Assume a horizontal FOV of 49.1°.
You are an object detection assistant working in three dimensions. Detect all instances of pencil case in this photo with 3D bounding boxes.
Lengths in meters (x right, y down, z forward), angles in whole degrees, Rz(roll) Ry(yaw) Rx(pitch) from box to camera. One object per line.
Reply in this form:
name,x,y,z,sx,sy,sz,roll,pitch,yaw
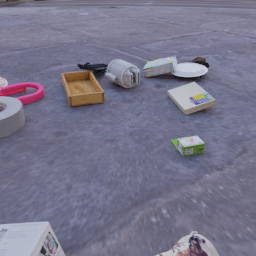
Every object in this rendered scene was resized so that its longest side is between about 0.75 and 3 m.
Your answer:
pencil case,0.252,2.354,4.058,2.404,0.935,1.075,-14,53,-22

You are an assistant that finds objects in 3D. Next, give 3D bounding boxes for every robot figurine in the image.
robot figurine,-0.227,-2.375,12.123,1.530,1.019,1.804,-20,36,-32

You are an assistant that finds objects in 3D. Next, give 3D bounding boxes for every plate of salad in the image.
plate of salad,2.837,-2.665,13.200,1.786,0.429,1.786,-3,32,2

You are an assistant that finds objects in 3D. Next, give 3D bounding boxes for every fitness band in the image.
fitness band,-4.297,-1.315,10.967,1.981,0.371,1.423,-23,37,-32

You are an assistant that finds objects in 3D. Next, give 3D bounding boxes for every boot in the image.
boot,3.765,-3.351,14.346,1.352,0.466,1.451,15,29,34

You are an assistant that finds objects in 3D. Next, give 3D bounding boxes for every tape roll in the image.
tape roll,-4.370,-0.349,9.022,1.935,0.639,1.935,0,29,0

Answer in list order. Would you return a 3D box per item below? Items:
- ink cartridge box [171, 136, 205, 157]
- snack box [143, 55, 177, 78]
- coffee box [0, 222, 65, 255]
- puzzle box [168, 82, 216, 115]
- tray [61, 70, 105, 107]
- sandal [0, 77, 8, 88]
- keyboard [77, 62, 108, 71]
ink cartridge box,1.687,0.401,8.039,0.647,0.332,0.875,-9,32,-15
snack box,1.528,-2.913,13.231,1.428,0.483,1.204,-10,26,22
coffee box,-1.649,2.161,4.104,1.053,1.043,1.055,-8,27,16
puzzle box,2.342,-1.153,10.543,1.189,0.227,1.787,-18,33,-4
tray,-1.909,-1.678,11.482,1.311,0.492,2.658,-9,31,-15
sandal,-5.693,-1.699,11.150,1.108,0.829,2.892,-1,30,-1
keyboard,-1.720,-2.997,13.533,1.384,0.224,2.178,9,17,16
